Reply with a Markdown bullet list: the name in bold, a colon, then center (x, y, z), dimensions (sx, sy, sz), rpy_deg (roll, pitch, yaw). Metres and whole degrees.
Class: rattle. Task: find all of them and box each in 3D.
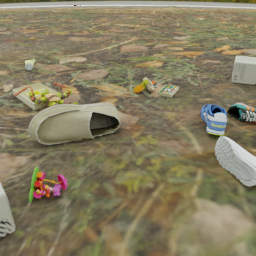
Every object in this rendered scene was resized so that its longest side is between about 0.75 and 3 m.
- **rattle**: center (0.756, -1.688, 11.703), dimensions (0.673, 0.739, 1.034), rpy_deg (39, 20, 1)

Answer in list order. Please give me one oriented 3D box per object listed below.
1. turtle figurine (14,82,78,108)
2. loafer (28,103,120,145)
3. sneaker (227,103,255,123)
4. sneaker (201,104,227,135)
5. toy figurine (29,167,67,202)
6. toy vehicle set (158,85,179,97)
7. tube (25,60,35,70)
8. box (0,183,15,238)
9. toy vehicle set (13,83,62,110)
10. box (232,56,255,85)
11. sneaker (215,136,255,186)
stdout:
- **turtle figurine**: center (-2.666, -0.918, 9.807), dimensions (1.737, 0.694, 2.154), rpy_deg (35, 31, 32)
- **loafer**: center (-1.418, -0.151, 8.121), dimensions (2.790, 1.056, 0.953), rpy_deg (-16, 27, -26)
- **sneaker**: center (3.986, -0.400, 9.119), dimensions (0.626, 0.559, 1.566), rpy_deg (-22, 29, -32)
- **sneaker**: center (2.764, -0.441, 8.896), dimensions (0.675, 0.751, 1.826), rpy_deg (4, 26, 1)
- **toy figurine**: center (-1.738, 1.295, 6.240), dimensions (0.737, 0.601, 0.801), rpy_deg (7, 51, -6)
- **toy vehicle set**: center (1.660, -1.526, 11.464), dimensions (0.577, 0.123, 0.928), rpy_deg (14, 33, 23)
- **tube**: center (-5.060, -3.316, 14.388), dimensions (0.430, 0.384, 1.481), rpy_deg (31, 12, -26)
- **box**: center (-3.643, 1.772, 4.796), dimensions (2.955, 1.010, 1.214), rpy_deg (-20, 35, -30)
- **toy vehicle set**: center (-3.536, -1.275, 10.893), dimensions (1.157, 0.247, 1.862), rpy_deg (-24, 38, -36)
- **box**: center (6.074, -2.425, 12.169), dimensions (2.862, 0.979, 1.176), rpy_deg (11, 32, 18)
- **sneaker**: center (2.837, 0.812, 6.998), dimensions (0.699, 0.663, 1.736), rpy_deg (0, 33, -20)
